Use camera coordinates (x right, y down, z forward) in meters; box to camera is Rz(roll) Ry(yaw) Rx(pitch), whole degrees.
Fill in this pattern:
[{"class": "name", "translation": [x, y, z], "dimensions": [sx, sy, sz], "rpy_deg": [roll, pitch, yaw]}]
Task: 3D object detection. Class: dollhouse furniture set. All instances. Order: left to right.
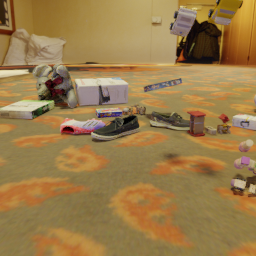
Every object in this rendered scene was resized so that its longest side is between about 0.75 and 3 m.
[{"class": "dollhouse furniture set", "translation": [3.156, -0.218, 10.901], "dimensions": [1.615, 0.869, 0.657], "rpy_deg": [-5, 17, -14]}]

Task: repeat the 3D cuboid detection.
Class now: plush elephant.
[{"class": "plush elephant", "translation": [-4.248, -2.398, 15.760], "dimensions": [2.177, 2.316, 2.812], "rpy_deg": [-17, 28, -6]}]

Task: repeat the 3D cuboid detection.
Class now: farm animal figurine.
[{"class": "farm animal figurine", "translation": [0.290, -0.968, 13.907], "dimensions": [1.100, 0.553, 0.888], "rpy_deg": [-4, 17, -12]}]

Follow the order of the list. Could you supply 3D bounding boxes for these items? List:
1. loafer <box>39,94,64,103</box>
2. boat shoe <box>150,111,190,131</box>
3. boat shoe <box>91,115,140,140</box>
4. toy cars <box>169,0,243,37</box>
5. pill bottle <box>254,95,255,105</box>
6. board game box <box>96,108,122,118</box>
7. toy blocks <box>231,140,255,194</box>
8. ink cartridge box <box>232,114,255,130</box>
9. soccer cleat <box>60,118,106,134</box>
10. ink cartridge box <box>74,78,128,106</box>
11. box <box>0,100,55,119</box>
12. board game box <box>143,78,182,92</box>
[{"class": "loafer", "translation": [-4.540, -1.717, 16.234], "dimensions": [0.729, 0.638, 2.028], "rpy_deg": [11, 20, 32]}, {"class": "boat shoe", "translation": [1.863, -0.332, 11.624], "dimensions": [1.997, 0.656, 0.714], "rpy_deg": [7, 18, 22]}, {"class": "boat shoe", "translation": [-0.447, -0.044, 10.667], "dimensions": [2.193, 0.683, 0.818], "rpy_deg": [-15, 24, -36]}, {"class": "toy cars", "translation": [1.827, -2.654, 6.961], "dimensions": [2.211, 0.490, 0.991], "rpy_deg": [-1, -18, 46]}, {"class": "pill bottle", "translation": [7.011, -1.250, 13.823], "dimensions": [1.148, 1.148, 2.049], "rpy_deg": [1, 17, 3]}, {"class": "board game box", "translation": [-0.942, -0.750, 13.693], "dimensions": [1.177, 0.264, 0.791], "rpy_deg": [-4, 17, -14]}, {"class": "toy blocks", "translation": [3.218, 1.070, 6.977], "dimensions": [1.185, 1.268, 1.068], "rpy_deg": [16, -13, 12]}, {"class": "ink cartridge box", "translation": [5.034, -0.266, 11.800], "dimensions": [1.022, 0.438, 0.755], "rpy_deg": [14, 21, 42]}, {"class": "soccer cleat", "translation": [-1.748, 0.005, 10.899], "dimensions": [1.780, 0.594, 0.680], "rpy_deg": [5, 44, 6]}, {"class": "ink cartridge box", "translation": [-1.636, -2.227, 16.767], "dimensions": [2.890, 1.217, 2.089], "rpy_deg": [-5, 21, -15]}, {"class": "box", "translation": [-5.059, -0.970, 14.154], "dimensions": [1.794, 0.452, 2.486], "rpy_deg": [3, 18, 10]}, {"class": "board game box", "translation": [1.617, -2.008, 13.180], "dimensions": [1.576, 0.273, 1.068], "rpy_deg": [-14, 6, -9]}]
